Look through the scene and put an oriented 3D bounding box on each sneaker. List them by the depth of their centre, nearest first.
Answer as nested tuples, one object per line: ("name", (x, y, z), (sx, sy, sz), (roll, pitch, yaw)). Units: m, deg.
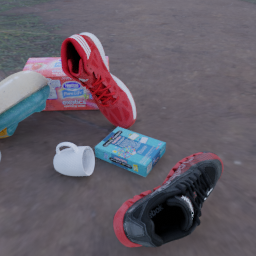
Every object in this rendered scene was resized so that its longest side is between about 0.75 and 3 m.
("sneaker", (0.904, 1.132, 4.583), (2.363, 0.835, 1.155), (-30, 4, -26))
("sneaker", (-0.810, -0.961, 6.762), (1.052, 2.685, 1.551), (-29, 10, 24))

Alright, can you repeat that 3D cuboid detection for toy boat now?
("toy boat", (-2.951, -0.151, 6.318), (2.491, 1.377, 2.963), (-30, 17, 11))

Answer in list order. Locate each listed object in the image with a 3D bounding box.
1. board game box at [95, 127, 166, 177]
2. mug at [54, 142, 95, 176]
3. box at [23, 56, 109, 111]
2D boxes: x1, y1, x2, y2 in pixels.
("board game box", (0.064, 0.510, 6.521), (1.333, 0.313, 1.006), (18, 38, 26))
("mug", (-1.192, 0.629, 5.881), (0.731, 0.834, 0.616), (-5, 38, 17))
("box", (-1.751, -1.335, 8.328), (2.409, 1.236, 1.140), (-2, 42, 0))
